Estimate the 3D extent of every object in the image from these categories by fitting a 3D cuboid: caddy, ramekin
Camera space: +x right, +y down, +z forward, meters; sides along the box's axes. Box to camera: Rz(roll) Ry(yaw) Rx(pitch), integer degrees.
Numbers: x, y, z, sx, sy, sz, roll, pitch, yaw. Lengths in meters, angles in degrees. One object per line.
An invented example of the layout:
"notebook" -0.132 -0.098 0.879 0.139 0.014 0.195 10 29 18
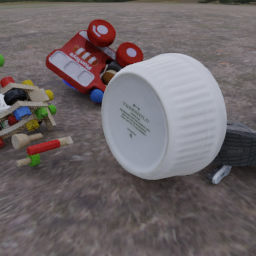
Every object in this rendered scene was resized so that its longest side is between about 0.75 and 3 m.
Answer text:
"caddy" -1.757 -1.870 10.434 1.262 0.937 1.786 16 23 -19
"ramekin" 0.498 -0.152 5.483 1.179 2.531 2.531 -14 31 -36

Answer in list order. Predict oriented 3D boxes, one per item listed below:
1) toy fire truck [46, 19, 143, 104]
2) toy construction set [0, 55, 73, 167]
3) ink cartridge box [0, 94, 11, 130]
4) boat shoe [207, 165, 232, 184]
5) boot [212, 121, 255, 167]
"toy fire truck" -0.989 -2.041 9.666 2.941 1.649 2.470 38 59 -5
"toy construction set" -2.243 -0.278 6.889 2.515 2.098 1.933 42 33 25
"ink cartridge box" -3.901 -0.379 7.859 1.728 0.726 1.251 -13 31 -23
"boat shoe" 1.948 0.932 5.993 0.260 0.275 0.786 19 38 40
"boot" 2.990 0.350 6.339 2.842 0.992 1.871 18 16 5
